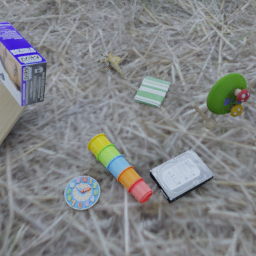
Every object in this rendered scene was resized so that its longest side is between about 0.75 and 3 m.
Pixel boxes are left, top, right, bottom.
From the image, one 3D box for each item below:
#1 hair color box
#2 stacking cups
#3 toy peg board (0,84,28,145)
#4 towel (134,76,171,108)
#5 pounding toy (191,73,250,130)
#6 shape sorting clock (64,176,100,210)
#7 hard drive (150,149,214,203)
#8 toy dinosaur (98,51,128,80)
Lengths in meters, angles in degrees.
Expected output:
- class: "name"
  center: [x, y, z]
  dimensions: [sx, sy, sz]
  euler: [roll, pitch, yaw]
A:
- class: "hair color box"
  center: [-3.564, -2.061, 8.772]
  dimensions: [0.861, 1.452, 2.656]
  euler: [-22, 53, -39]
- class: "stacking cups"
  center: [-0.292, 1.395, 9.464]
  dimensions: [0.830, 0.830, 2.745]
  euler: [-32, 63, -23]
- class: "toy peg board"
  center: [-5.569, -0.403, 10.705]
  dimensions: [2.686, 1.319, 2.697]
  euler: [22, 55, -2]
- class: "towel"
  center: [1.056, -1.588, 12.132]
  dimensions: [1.212, 0.186, 1.589]
  euler: [17, 52, 13]
- class: "pounding toy"
  center: [3.106, -0.732, 8.639]
  dimensions: [1.875, 1.447, 0.870]
  euler: [-41, 43, 4]
- class: "shape sorting clock"
  center: [-1.493, 2.095, 9.152]
  dimensions: [1.163, 0.228, 1.163]
  euler: [0, 51, 0]
- class: "hard drive"
  center: [1.812, 1.585, 9.495]
  dimensions: [1.806, 0.342, 1.261]
  euler: [-23, 55, -18]
- class: "toy dinosaur"
  center: [-0.777, -3.030, 13.006]
  dimensions: [1.068, 0.615, 2.113]
  euler: [-16, 53, -14]
